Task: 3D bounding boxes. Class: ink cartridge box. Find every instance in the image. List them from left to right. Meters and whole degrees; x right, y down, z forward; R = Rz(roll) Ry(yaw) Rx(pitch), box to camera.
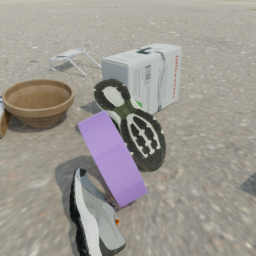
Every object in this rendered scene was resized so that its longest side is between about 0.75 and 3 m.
[{"bbox_3d":[0.470,-1.362,8.321,1.041,1.838,2.507,23,36,36],"label":"ink cartridge box"}]

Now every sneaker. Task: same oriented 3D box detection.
[{"bbox_3d":[-3.882,-0.445,7.840,1.114,0.720,2.053,-3,33,-8],"label":"sneaker"},{"bbox_3d":[-0.585,1.406,4.783,0.736,0.686,1.856,-2,35,-22],"label":"sneaker"},{"bbox_3d":[0.073,-0.031,6.710,0.954,1.099,2.480,-28,68,-11],"label":"sneaker"}]

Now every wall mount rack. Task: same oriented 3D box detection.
[{"bbox_3d":[-2.257,-2.838,12.044,1.796,0.771,2.067,11,32,25],"label":"wall mount rack"}]

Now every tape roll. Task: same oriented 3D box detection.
[{"bbox_3d":[-0.277,0.540,5.066,0.550,1.678,1.678,-28,35,-5],"label":"tape roll"}]

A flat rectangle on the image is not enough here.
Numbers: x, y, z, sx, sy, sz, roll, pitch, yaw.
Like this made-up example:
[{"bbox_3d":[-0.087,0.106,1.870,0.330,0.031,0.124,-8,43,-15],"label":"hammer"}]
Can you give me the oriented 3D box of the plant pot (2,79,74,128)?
[{"bbox_3d":[-2.458,-0.618,7.907,1.904,0.879,1.904,3,35,-2],"label":"plant pot"}]
